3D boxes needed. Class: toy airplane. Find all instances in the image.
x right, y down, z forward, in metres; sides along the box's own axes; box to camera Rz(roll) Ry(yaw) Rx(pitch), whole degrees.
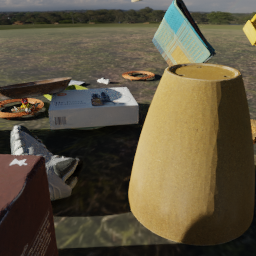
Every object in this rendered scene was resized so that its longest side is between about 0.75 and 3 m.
[{"bbox_3d":[-3.958,-0.824,10.933,0.851,0.855,0.603,17,42,-55],"label":"toy airplane"}]

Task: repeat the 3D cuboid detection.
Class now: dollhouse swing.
[{"bbox_3d":[4.053,-3.046,8.283,0.918,0.835,0.807,-22,-9,-36],"label":"dollhouse swing"}]

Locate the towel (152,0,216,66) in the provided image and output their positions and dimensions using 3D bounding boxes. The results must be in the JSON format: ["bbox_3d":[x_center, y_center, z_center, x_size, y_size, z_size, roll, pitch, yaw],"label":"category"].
[{"bbox_3d":[1.800,-2.871,9.711,0.313,2.119,2.889,-33,-1,-10],"label":"towel"}]

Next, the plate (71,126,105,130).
[{"bbox_3d":[-1.572,-0.510,10.761,2.215,0.283,2.215,0,25,0],"label":"plate"}]

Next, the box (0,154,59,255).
[{"bbox_3d":[-2.126,1.672,3.805,1.751,2.132,1.769,2,24,5],"label":"box"}]

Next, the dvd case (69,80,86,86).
[{"bbox_3d":[-2.961,-2.262,14.759,0.923,0.114,1.294,10,26,21],"label":"dvd case"}]

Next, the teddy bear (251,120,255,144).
[{"bbox_3d":[4.161,0.542,8.194,1.516,0.698,2.091,-14,35,-12],"label":"teddy bear"}]

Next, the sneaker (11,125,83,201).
[{"bbox_3d":[-2.039,0.857,7.104,1.655,1.075,2.866,-5,35,-22],"label":"sneaker"}]

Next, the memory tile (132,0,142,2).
[{"bbox_3d":[1.252,-4.633,9.390,1.646,0.180,2.147,9,37,35],"label":"memory tile"}]

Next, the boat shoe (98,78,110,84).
[{"bbox_3d":[-1.335,-2.620,15.347,0.789,0.270,0.284,19,31,35],"label":"boat shoe"}]

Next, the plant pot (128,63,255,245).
[{"bbox_3d":[1.396,0.284,5.830,2.790,2.994,2.790,0,26,0],"label":"plant pot"}]

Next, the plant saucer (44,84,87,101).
[{"bbox_3d":[-2.633,-1.417,12.536,1.816,0.435,1.819,-22,32,-39],"label":"plant saucer"}]

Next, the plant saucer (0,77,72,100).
[{"bbox_3d":[-3.502,-1.468,10.394,2.885,0.463,2.885,-8,15,2],"label":"plant saucer"}]

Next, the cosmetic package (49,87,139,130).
[{"bbox_3d":[-1.274,-0.798,10.185,2.957,0.764,2.230,-4,22,-10],"label":"cosmetic package"}]

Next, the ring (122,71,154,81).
[{"bbox_3d":[0.597,-3.047,16.405,1.881,0.181,1.881,-1,24,0],"label":"ring"}]

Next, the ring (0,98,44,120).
[{"bbox_3d":[-4.577,-0.793,11.480,2.191,0.210,2.191,0,26,0],"label":"ring"}]
